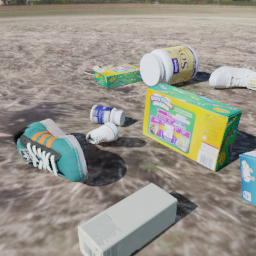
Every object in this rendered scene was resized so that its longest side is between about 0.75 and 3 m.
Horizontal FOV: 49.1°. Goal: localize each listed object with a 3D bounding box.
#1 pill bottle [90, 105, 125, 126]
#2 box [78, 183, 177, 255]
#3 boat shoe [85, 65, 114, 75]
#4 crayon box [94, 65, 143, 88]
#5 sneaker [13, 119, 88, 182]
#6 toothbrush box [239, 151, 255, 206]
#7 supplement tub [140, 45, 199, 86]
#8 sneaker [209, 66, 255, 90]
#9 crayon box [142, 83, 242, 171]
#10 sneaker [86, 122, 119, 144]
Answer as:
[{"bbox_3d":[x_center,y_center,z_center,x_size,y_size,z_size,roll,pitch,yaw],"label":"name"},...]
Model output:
[{"bbox_3d":[-0.652,-0.392,9.163,1.036,0.599,0.599,10,29,17],"label":"pill bottle"},{"bbox_3d":[0.039,1.709,4.995,1.769,0.605,0.727,-20,33,-35],"label":"box"},{"bbox_3d":[-1.472,-3.026,14.482,1.593,0.498,0.567,3,29,9],"label":"boat shoe"},{"bbox_3d":[-0.429,-2.482,13.288,2.014,0.587,1.196,-18,32,-31],"label":"crayon box"},{"bbox_3d":[-1.965,0.627,6.807,1.162,1.038,2.909,-21,27,-28],"label":"sneaker"},{"bbox_3d":[3.619,1.016,5.066,1.825,1.063,2.492,-10,8,-20],"label":"toothbrush box"},{"bbox_3d":[1.870,-2.811,12.765,2.295,1.668,1.668,-18,32,-30],"label":"supplement tub"},{"bbox_3d":[4.932,-2.135,12.225,2.571,0.947,1.486,-13,27,-27],"label":"sneaker"},{"bbox_3d":[1.554,-0.127,7.459,0.728,1.485,2.500,-21,36,-40],"label":"crayon box"},{"bbox_3d":[-0.717,0.229,7.689,0.509,0.525,1.437,-34,5,-29],"label":"sneaker"}]
